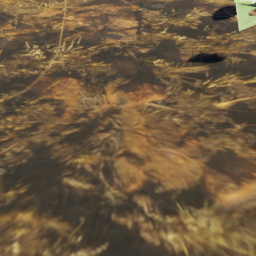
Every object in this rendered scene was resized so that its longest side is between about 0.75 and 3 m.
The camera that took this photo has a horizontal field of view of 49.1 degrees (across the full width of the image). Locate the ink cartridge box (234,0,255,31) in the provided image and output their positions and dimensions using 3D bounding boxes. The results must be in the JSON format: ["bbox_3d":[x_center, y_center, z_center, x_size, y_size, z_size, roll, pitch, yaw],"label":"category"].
[{"bbox_3d":[3.142,-3.715,6.367,1.389,2.674,0.793,-23,28,-2],"label":"ink cartridge box"}]
